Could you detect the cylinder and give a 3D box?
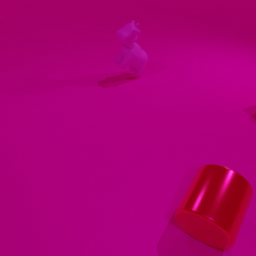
[{"bbox_3d":[1.574,1.414,5.129,1.088,1.088,1.088,21,56,26],"label":"cylinder"}]

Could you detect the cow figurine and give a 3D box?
[{"bbox_3d":[0.198,-2.955,10.375,1.686,1.659,0.925,17,22,-40],"label":"cow figurine"}]
